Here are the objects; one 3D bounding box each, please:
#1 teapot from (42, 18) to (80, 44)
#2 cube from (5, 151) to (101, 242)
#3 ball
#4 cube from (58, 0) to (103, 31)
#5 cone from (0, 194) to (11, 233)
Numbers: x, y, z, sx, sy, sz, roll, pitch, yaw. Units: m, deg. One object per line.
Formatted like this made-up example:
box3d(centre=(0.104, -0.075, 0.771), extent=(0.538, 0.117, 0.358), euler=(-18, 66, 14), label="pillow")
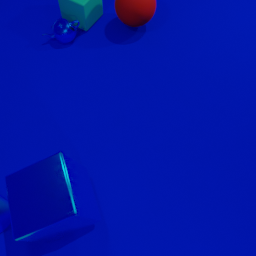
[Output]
box3d(centre=(-2.082, -3.087, 8.835), extent=(1.259, 0.616, 0.783), euler=(-20, 74, 12), label="teapot")
box3d(centre=(-1.558, 1.514, 5.956), extent=(1.337, 1.337, 1.337), euler=(-24, 63, 5), label="cube")
box3d(centre=(0.228, -3.848, 8.759), extent=(1.297, 1.297, 1.297), euler=(0, 63, 0), label="ball")
box3d(centre=(-1.525, -4.018, 9.122), extent=(1.016, 1.016, 1.016), euler=(28, 64, 13), label="cube")
box3d(centre=(-3.498, 1.564, 6.480), extent=(1.457, 1.457, 1.462), euler=(-25, 39, -12), label="cone")
